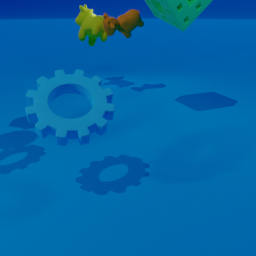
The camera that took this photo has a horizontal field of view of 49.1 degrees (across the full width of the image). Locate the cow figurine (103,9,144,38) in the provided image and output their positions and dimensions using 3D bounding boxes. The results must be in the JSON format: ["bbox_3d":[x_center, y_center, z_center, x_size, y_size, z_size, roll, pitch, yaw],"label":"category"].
[{"bbox_3d":[-0.189,-3.654,9.631,1.338,0.734,1.317,-35,-21,14],"label":"cow figurine"}]

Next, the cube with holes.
[{"bbox_3d":[1.267,-3.739,7.420,1.366,1.366,1.366,37,9,-49],"label":"cube with holes"}]

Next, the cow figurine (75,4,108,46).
[{"bbox_3d":[-1.344,-3.991,10.622,1.662,1.635,0.912,-1,-13,43],"label":"cow figurine"}]

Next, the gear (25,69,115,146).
[{"bbox_3d":[-0.902,-0.362,4.459,1.352,0.250,1.352,4,56,-7],"label":"gear"}]
